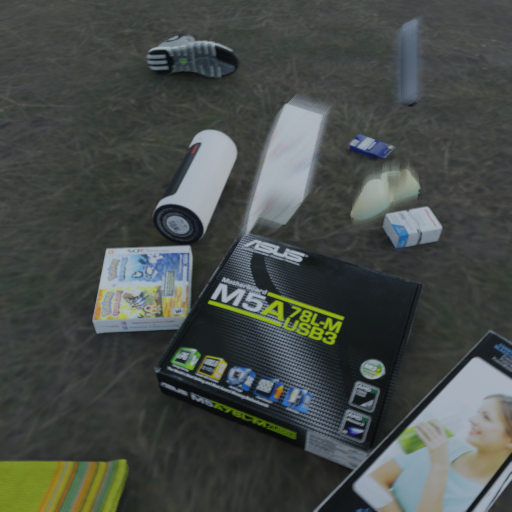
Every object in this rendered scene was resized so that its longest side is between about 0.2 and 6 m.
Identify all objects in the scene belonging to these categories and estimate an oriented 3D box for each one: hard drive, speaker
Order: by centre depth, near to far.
[{"bbox_3d":[2.882,-3.594,10.577,0.308,1.456,0.982,0,9,12],"label":"hard drive"},{"bbox_3d":[-1.110,-1.371,10.727,0.984,0.984,2.423,9,46,9],"label":"speaker"}]

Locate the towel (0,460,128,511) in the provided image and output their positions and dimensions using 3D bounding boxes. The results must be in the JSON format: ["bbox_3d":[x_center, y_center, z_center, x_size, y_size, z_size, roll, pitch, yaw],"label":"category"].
[{"bbox_3d":[-2.880,2.898,6.740,2.489,0.225,1.071,-1,27,4],"label":"towel"}]

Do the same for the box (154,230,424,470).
[{"bbox_3d":[0.597,1.189,8.346,3.157,0.750,3.049,18,50,16],"label":"box"}]

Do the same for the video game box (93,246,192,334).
[{"bbox_3d":[-1.830,0.515,9.279,1.477,0.379,1.621,-4,45,-1],"label":"video game box"}]

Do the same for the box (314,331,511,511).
[{"bbox_3d":[1.837,2.618,6.072,3.458,2.017,1.040,-34,52,-27],"label":"box"}]

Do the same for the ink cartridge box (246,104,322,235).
[{"bbox_3d":[0.389,-1.153,8.175,0.594,1.025,1.761,17,72,-5],"label":"ink cartridge box"}]

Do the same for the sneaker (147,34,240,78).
[{"bbox_3d":[-1.545,-5.450,14.825,2.448,0.918,1.413,6,43,7],"label":"sneaker"}]

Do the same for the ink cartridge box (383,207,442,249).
[{"bbox_3d":[2.863,-0.522,10.301,0.850,0.365,0.622,-9,47,-10],"label":"ink cartridge box"}]

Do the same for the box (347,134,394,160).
[{"bbox_3d":[2.518,-2.370,12.286,0.887,0.144,0.537,26,51,25],"label":"box"}]

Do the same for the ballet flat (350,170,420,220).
[{"bbox_3d":[2.067,-1.057,9.181,1.632,0.567,0.567,-25,50,-38],"label":"ballet flat"}]
